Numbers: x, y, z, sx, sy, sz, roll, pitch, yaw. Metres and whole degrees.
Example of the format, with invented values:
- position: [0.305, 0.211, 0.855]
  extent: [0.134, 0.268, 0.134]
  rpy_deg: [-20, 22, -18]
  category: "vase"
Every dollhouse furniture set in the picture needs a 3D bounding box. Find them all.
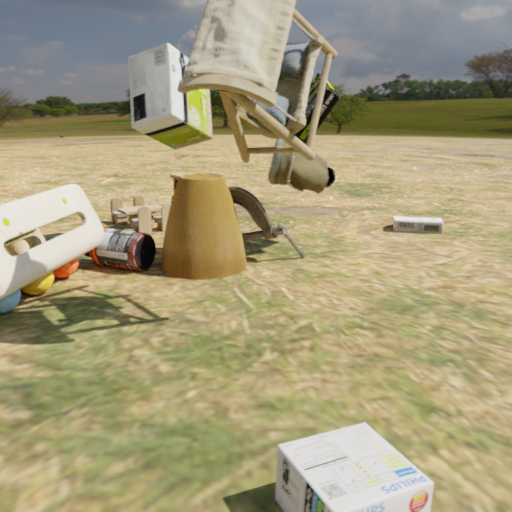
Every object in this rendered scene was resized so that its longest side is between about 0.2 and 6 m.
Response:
- position: [-2.441, -1.327, 13.638]
  extent: [1.802, 1.173, 1.655]
  rpy_deg: [-11, 18, -34]
  category: "dollhouse furniture set"

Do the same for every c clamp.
- position: [-0.363, -0.549, 10.939]
  extent: [2.197, 1.877, 0.298]
  rpy_deg: [-1, 45, 37]
  category: "c clamp"

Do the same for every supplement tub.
- position: [-2.548, -0.135, 10.256]
  extent: [1.328, 0.710, 0.710]
  rpy_deg: [8, 17, 26]
  category: "supplement tub"

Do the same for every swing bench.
- position: [0.088, -2.320, 6.893]
  extent: [1.123, 1.721, 1.731]
  rpy_deg: [2, -21, 28]
  category: "swing bench"

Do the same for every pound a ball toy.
- position: [-3.971, 0.034, 9.081]
  extent: [2.177, 1.418, 3.339]
  rpy_deg: [-23, 9, 18]
  category: "pound a ball toy"

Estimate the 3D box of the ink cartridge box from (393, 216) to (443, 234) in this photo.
- position: [3.854, -0.836, 13.493]
  extent: [1.103, 0.387, 1.358]
  rpy_deg: [3, 20, 11]
  category: "ink cartridge box"

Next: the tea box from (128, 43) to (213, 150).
- position: [-1.645, -3.047, 10.921]
  extent: [0.976, 1.460, 1.437]
  rpy_deg: [-10, -11, 25]
  category: "tea box"

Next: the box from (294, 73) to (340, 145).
- position: [1.126, -3.160, 12.721]
  extent: [0.423, 1.780, 1.719]
  rpy_deg: [30, 23, -14]
  category: "box"

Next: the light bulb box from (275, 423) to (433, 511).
- position: [0.673, 1.696, 4.028]
  extent: [0.812, 0.511, 0.819]
  rpy_deg: [-6, 18, -23]
  category: "light bulb box"

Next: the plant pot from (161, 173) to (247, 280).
- position: [-0.949, -0.597, 10.091]
  extent: [1.577, 1.692, 1.577]
  rpy_deg: [1, 16, 0]
  category: "plant pot"

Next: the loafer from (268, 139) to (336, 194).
- position: [0.964, -1.715, 10.769]
  extent: [0.897, 0.968, 2.576]
  rpy_deg: [16, 10, 19]
  category: "loafer"
